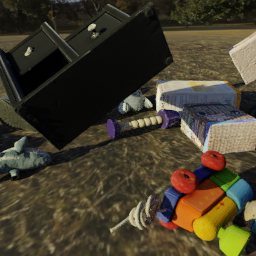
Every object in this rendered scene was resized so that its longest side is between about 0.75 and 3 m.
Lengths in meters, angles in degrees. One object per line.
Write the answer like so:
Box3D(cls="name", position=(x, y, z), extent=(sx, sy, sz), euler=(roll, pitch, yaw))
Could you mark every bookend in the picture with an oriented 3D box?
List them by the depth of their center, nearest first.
Box3D(cls="bookend", position=(-1.108, -1.530, 5.819), extent=(2.842, 1.309, 2.824), euler=(-38, 47, -3))

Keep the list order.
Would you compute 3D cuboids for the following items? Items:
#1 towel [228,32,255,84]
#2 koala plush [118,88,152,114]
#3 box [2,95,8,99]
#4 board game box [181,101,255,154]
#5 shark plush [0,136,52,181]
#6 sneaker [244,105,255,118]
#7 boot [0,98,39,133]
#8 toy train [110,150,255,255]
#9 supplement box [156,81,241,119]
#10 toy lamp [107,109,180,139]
Box3D(cls="towel", position=(3.152, -1.770, 6.434), extent=(1.435, 1.503, 0.242), euler=(-32, 54, 21))
Box3D(cls="koala plush", position=(0.110, -1.314, 11.374), extent=(1.613, 1.671, 1.819), euler=(-12, 47, -21))
Box3D(cls="box", position=(-3.605, -1.467, 11.380), extent=(1.884, 0.610, 2.389), euler=(-14, 12, 32))
Box3D(cls="board game box", position=(2.738, -0.067, 8.677), extent=(1.548, 0.940, 1.941), euler=(-5, 23, -12))
Box3D(cls="shark plush", position=(-2.890, 0.917, 6.838), extent=(0.820, 0.895, 1.969), euler=(46, 37, 18))
Box3D(cls="sneaker", position=(4.658, -0.375, 9.533), extent=(2.605, 1.182, 0.989), euler=(-25, 75, -14))
Box3D(cls="boot", position=(-3.195, -0.894, 10.539), extent=(2.585, 1.032, 2.843), euler=(21, 35, 15))
Box3D(cls="toy train", position=(1.274, 1.600, 4.757), extent=(2.846, 1.205, 1.647), euler=(-22, 45, -41))
Box3D(cls="supplement box", position=(2.599, -1.126, 10.968), extent=(2.950, 1.085, 1.859), euler=(1, 23, 2))
Box3D(cls="toy lamp", position=(0.566, -0.190, 9.308), extent=(2.497, 0.727, 0.727), euler=(-9, 25, -23))
